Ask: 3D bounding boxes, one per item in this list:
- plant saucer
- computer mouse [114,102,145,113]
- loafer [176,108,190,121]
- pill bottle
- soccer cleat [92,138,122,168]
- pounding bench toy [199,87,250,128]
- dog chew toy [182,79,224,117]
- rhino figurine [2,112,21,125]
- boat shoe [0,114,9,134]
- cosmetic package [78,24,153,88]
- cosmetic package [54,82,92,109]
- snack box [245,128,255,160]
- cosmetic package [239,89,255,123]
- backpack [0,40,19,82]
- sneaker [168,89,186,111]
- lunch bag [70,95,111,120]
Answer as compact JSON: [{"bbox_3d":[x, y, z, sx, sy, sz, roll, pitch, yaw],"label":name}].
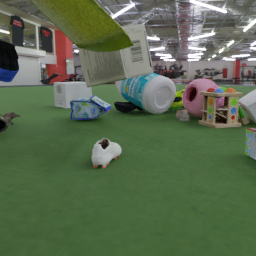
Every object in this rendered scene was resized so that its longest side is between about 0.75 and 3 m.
[{"bbox_3d":[-1.134,-2.245,4.819,2.741,0.657,2.745,43,12,-7],"label":"plant saucer"},{"bbox_3d":[-0.017,-0.855,11.875,1.021,0.389,1.474,22,15,37],"label":"computer mouse"},{"bbox_3d":[1.968,-0.522,9.960,0.466,0.408,1.297,0,11,3],"label":"loafer"},{"bbox_3d":[0.583,-1.669,11.754,1.503,1.503,2.713,-8,25,-36],"label":"pill bottle"},{"bbox_3d":[-0.369,0.375,5.145,0.397,0.444,1.145,2,11,12],"label":"soccer cleat"},{"bbox_3d":[3.111,-0.679,8.754,1.491,1.163,0.926,-3,11,-17],"label":"pounding bench toy"},{"bbox_3d":[3.009,-0.967,10.129,2.165,1.348,1.348,12,3,-33],"label":"dog chew toy"},{"bbox_3d":[-4.122,-0.299,8.591,1.575,0.471,0.689,-4,26,-26],"label":"rhino figurine"},{"bbox_3d":[-4.028,-0.094,6.841,2.038,0.727,0.614,-5,8,-36],"label":"boat shoe"},{"bbox_3d":[-0.471,-2.033,8.314,0.929,1.375,2.614,-18,13,-29],"label":"cosmetic package"},{"bbox_3d":[-2.694,-1.640,13.711,1.447,1.204,1.211,-10,14,-39],"label":"cosmetic package"},{"bbox_3d":[3.073,0.385,4.694,1.453,0.583,1.723,-2,12,-5],"label":"snack box"},{"bbox_3d":[4.449,-0.804,9.298,1.116,0.813,2.195,-34,0,18],"label":"cosmetic package"},{"bbox_3d":[-2.639,-1.329,5.794,0.675,0.831,0.698,1,-37,-44],"label":"backpack"},{"bbox_3d":[2.185,-1.063,11.948,2.836,1.050,1.185,2,-23,47],"label":"sneaker"},{"bbox_3d":[-1.288,-0.706,9.855,1.282,0.817,1.090,3,12,5],"label":"lunch bag"}]
